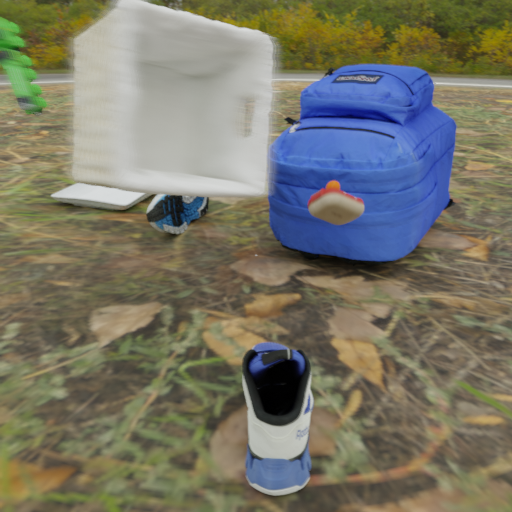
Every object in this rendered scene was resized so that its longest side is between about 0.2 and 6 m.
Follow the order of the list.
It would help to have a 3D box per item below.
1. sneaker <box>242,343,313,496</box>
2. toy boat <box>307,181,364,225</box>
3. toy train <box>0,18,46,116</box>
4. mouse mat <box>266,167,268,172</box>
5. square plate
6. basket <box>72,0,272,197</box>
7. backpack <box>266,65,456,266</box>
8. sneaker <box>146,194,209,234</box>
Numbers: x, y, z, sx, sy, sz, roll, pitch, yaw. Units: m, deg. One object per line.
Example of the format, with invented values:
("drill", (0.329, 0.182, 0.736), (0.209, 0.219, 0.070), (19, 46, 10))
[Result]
("sneaker", (0.292, 1.471, 6.535), (0.902, 1.289, 2.232), (1, 23, 0))
("toy boat", (1.268, -0.906, 8.933), (0.965, 0.631, 0.630), (17, -33, -37))
("toy train", (-4.340, -3.427, 10.141), (0.389, 1.864, 0.526), (-22, -3, 19))
("mouse mat", (-1.040, -2.746, 17.990), (2.500, 0.094, 2.011), (13, 26, 26))
("square plate", (-3.917, -1.721, 15.254), (2.295, 0.330, 2.317), (8, 24, 18))
("basket", (-1.427, -2.385, 9.386), (2.746, 2.722, 2.209), (-1, 7, -37))
("backpack", (2.027, -1.937, 11.685), (3.461, 3.574, 4.260), (6, 31, 30))
("sneaker", (-2.076, -1.114, 13.272), (1.142, 0.987, 2.634), (1, 14, 17))
